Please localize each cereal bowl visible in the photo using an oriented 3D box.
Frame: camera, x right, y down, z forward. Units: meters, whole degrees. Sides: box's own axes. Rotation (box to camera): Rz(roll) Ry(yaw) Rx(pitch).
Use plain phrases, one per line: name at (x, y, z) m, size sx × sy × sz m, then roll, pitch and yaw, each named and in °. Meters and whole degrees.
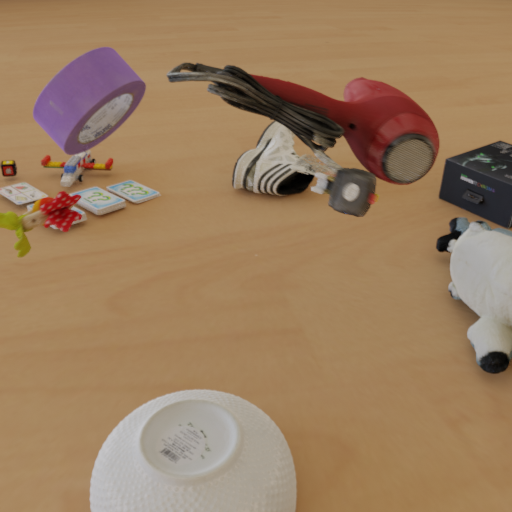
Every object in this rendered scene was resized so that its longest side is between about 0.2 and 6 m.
cereal bowl at (-0.564, 1.902, 5.086) m, size 1.916 × 0.798 × 1.916 m, roll 1°, pitch 31°, yaw 0°

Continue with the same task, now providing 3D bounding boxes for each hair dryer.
hair dryer at (0.903, -1.763, 6.491) m, size 2.655 × 0.947 × 3.486 m, roll 42°, pitch 30°, yaw 13°

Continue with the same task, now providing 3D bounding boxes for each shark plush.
shark plush at (3.499, 0.465, 7.708) m, size 1.691 × 1.844 × 4.060 m, roll 16°, pitch 8°, yaw -11°

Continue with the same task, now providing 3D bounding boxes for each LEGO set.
LEGO set at (-3.707, -1.582, 10.943) m, size 3.078 × 0.755 × 2.299 m, roll 26°, pitch 36°, yaw 36°

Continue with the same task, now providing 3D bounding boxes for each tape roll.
tape roll at (-1.143, -1.059, 3.879) m, size 0.314 × 0.738 × 0.738 m, roll 48°, pitch 41°, yaw -2°

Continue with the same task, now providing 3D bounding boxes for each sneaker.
sneaker at (0.632, -1.896, 11.468) m, size 1.419 × 0.931 × 2.467 m, roll 20°, pitch 43°, yaw 15°

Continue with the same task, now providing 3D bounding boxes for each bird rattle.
bird rattle at (-2.485, -0.519, 6.550) m, size 1.078 × 0.608 × 0.879 m, roll -28°, pitch 20°, yaw 13°

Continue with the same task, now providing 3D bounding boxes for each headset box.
headset box at (4.566, -1.359, 10.400) m, size 1.817 × 0.843 × 1.582 m, roll -21°, pitch 38°, yaw -30°
